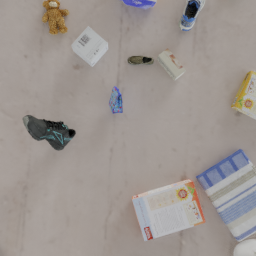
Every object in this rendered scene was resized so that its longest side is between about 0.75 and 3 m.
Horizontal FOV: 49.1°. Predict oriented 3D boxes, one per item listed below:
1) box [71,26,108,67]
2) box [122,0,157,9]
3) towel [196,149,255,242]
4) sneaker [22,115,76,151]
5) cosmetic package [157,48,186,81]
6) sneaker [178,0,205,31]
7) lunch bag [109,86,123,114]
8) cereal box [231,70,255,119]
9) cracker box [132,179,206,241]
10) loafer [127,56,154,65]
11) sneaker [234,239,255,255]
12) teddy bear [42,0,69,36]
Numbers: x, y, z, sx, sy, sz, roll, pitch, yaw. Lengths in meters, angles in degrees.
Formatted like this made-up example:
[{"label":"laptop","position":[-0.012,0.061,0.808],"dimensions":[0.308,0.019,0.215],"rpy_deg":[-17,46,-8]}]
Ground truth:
[{"label":"box","position":[-1.374,-2.946,10.205],"dimensions":[0.968,0.633,0.963],"rpy_deg":[40,88,-2]},{"label":"box","position":[0.395,-5.593,10.289],"dimensions":[1.491,0.519,2.504],"rpy_deg":[7,89,-12]},{"label":"towel","position":[4.055,2.419,10.138],"dimensions":[2.070,0.335,2.818],"rpy_deg":[-33,86,1]},{"label":"sneaker","position":[-2.563,0.012,9.280],"dimensions":[0.902,2.276,0.858],"rpy_deg":[-33,64,5]},{"label":"cosmetic package","position":[1.575,-2.308,10.239],"dimensions":[0.462,0.547,1.058],"rpy_deg":[-38,89,-2]},{"label":"sneaker","position":[2.381,-4.398,9.975],"dimensions":[0.693,0.766,1.799],"rpy_deg":[18,84,2]},{"label":"lunch bag","position":[-0.418,-1.030,9.918],"dimensions":[0.393,0.628,0.835],"rpy_deg":[-6,127,-17]},{"label":"cereal box","position":[5.047,-0.978,10.239],"dimensions":[2.063,0.408,1.485],"rpy_deg":[27,88,1]},{"label":"cracker box","position":[1.405,2.877,9.943],"dimensions":[2.249,0.649,1.506],"rpy_deg":[-16,88,-2]},{"label":"loafer","position":[0.474,-2.533,10.345],"dimensions":[0.991,0.345,0.373],"rpy_deg":[-1,87,0]},{"label":"sneaker","position":[4.909,4.481,9.688],"dimensions":[2.297,1.016,0.864],"rpy_deg":[5,89,0]},{"label":"teddy bear","position":[-2.693,-4.123,10.363],"dimensions":[1.024,0.472,1.412],"rpy_deg":[3,88,-2]}]
